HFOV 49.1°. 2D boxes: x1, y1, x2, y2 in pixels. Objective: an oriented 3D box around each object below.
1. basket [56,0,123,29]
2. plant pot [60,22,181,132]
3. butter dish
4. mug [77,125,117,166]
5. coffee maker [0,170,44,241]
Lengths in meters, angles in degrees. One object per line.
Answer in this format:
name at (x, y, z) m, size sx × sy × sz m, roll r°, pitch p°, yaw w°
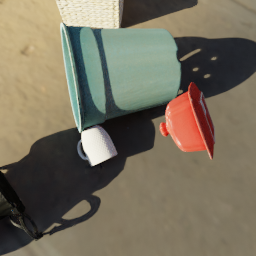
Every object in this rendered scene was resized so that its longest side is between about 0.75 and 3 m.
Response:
basket at (-1.282, -4.981, 9.992) m, size 2.320 × 1.866 × 2.299 m, roll 4°, pitch 64°, yaw 1°
plant pot at (-0.233, -1.573, 7.932) m, size 2.853 × 2.913 × 2.913 m, roll -11°, pitch 64°, yaw -14°
butter dish at (1.163, -0.096, 5.801) m, size 1.031 × 1.394 × 1.391 m, roll -17°, pitch 105°, yaw 22°
mug at (-0.959, 0.503, 7.786) m, size 1.093 × 0.807 × 0.958 m, roll -26°, pitch 87°, yaw 27°
coffee maker at (-4.129, 2.212, 6.340) m, size 2.996 × 2.018 × 2.878 m, roll -36°, pitch 70°, yaw -15°
